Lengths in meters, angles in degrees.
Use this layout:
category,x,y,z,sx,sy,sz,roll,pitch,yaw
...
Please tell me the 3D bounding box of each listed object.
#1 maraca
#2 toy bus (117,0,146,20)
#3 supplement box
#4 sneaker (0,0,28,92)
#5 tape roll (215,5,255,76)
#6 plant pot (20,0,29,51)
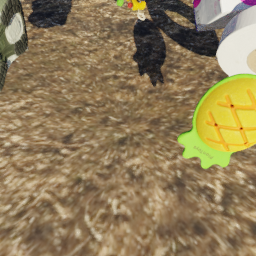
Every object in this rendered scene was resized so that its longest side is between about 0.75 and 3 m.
category,x,y,z,sx,sy,sz,roll,pitch,yaw
maraca,1.757,-0.061,4.996,1.348,1.966,1.052,30,28,-6
toy bus,0.236,-3.872,7.957,1.154,0.596,1.089,26,63,-15
supplement box,2.382,-3.145,7.086,0.922,0.902,1.783,-9,7,-2
sneaker,-2.615,-1.148,4.363,1.301,1.129,2.936,-1,39,8
tape roll,3.518,-1.650,6.294,2.950,2.950,0.539,16,77,16
plant pot,-3.454,-2.957,7.443,1.634,1.496,1.634,5,5,0
